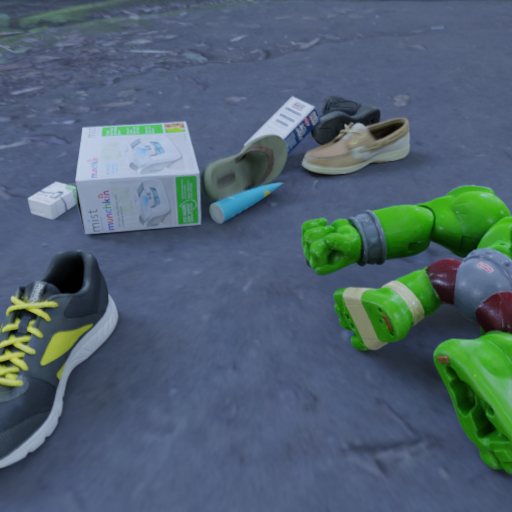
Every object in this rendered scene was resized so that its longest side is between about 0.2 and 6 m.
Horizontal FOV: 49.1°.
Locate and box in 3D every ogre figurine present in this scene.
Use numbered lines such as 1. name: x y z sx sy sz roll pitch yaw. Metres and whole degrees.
1. ogre figurine: 2.977 0.600 6.923 2.830 2.316 4.720 -28 30 -18

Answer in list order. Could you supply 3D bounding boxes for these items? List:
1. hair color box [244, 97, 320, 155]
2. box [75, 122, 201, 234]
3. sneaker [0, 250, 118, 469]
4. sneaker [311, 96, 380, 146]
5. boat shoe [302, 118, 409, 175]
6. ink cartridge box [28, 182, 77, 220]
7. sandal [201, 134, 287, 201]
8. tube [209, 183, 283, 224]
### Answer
1. hair color box: 0.599 -2.783 12.712 1.630 0.493 0.815 -46 51 -5
2. box: -2.319 -1.590 11.072 2.196 1.204 2.489 -5 35 -10
3. sneaker: -2.843 1.094 6.943 1.204 1.368 3.233 6 35 10
4. sneaker: 1.891 -3.324 13.888 1.384 0.923 2.415 26 39 35
5. boat shoe: 2.288 -2.554 12.694 2.787 0.925 1.032 -18 38 -24
6. ink cartridge box: -3.984 -1.099 11.080 0.589 0.340 0.810 15 37 21
7. sandal: -0.073 -1.776 11.357 0.698 0.971 2.446 -13 19 46
8. tube: -0.198 -1.112 11.041 1.610 0.406 0.623 -30 15 -36
